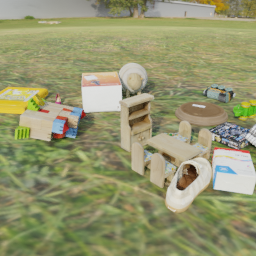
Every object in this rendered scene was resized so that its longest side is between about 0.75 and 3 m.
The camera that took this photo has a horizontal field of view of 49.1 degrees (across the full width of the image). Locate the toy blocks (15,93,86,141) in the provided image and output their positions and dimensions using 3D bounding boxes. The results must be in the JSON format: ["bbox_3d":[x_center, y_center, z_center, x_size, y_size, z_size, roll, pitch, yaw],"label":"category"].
[{"bbox_3d":[-2.733,-0.258,10.611,2.006,1.466,2.934,12,19,-5],"label":"toy blocks"}]

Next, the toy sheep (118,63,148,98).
[{"bbox_3d":[0.233,-2.613,14.863,1.750,1.750,2.538,-5,26,-10],"label":"toy sheep"}]

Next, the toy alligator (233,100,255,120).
[{"bbox_3d":[5.441,-0.899,12.389,2.463,0.730,0.668,-13,29,-26],"label":"toy alligator"}]

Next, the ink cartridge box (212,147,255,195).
[{"bbox_3d":[3.076,1.127,8.323,1.052,0.609,1.811,6,26,12],"label":"ink cartridge box"}]

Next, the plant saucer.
[{"bbox_3d":[3.260,-0.697,12.457,2.313,0.341,2.313,-1,25,0],"label":"plant saucer"}]

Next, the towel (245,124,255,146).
[{"bbox_3d":[5.002,0.277,9.630,1.372,0.709,1.657,39,42,26],"label":"towel"}]

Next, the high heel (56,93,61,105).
[{"bbox_3d":[-3.466,-1.410,13.830,0.287,0.409,0.850,-8,27,-15],"label":"high heel"}]

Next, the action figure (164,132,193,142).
[{"bbox_3d":[1.800,0.339,10.370,1.057,0.289,0.625,11,28,30],"label":"action figure"}]

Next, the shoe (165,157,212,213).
[{"bbox_3d":[1.777,1.372,7.764,0.858,0.655,2.455,14,29,27],"label":"shoe"}]

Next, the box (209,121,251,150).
[{"bbox_3d":[3.887,0.261,10.444,1.392,0.346,1.382,-20,33,-36],"label":"box"}]

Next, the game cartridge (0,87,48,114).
[{"bbox_3d":[-5.552,-1.412,13.822,2.337,0.430,2.651,4,25,7],"label":"game cartridge"}]

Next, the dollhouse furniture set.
[{"bbox_3d":[1.016,0.161,8.957,2.349,1.780,2.680,-21,32,-36],"label":"dollhouse furniture set"}]

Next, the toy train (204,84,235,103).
[{"bbox_3d":[4.675,-1.780,14.406,0.882,0.659,1.547,-32,39,-33],"label":"toy train"}]

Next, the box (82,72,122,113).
[{"bbox_3d":[-1.295,-1.801,13.637,1.830,1.278,2.404,-3,26,-7],"label":"box"}]
